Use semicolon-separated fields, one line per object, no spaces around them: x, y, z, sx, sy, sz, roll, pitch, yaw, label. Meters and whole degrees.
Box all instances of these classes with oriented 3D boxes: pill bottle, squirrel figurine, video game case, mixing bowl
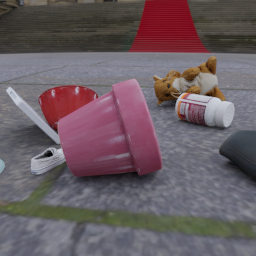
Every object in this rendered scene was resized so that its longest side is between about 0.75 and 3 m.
2.528;-0.589;9.300;1.731;0.948;0.948;17;25;40;pill bottle
2.317;-1.704;11.963;2.574;1.952;2.758;-13;6;-5;squirrel figurine
-2.781;-0.407;8.172;0.197;1.566;2.187;-46;33;-9;video game case
-1.672;-0.402;8.072;1.733;0.938;1.733;-7;-22;-3;mixing bowl

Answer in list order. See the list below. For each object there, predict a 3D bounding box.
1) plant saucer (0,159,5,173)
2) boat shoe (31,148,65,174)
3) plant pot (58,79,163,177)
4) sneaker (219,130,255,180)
-3.633;0.829;6.084;1.735;0.334;1.735;0;18;0;plant saucer
-1.754;0.659;6.468;0.439;0.390;1.194;7;20;20;boat shoe
-0.406;0.169;5.895;1.774;1.982;1.982;-17;19;0;plant pot
3.526;0.358;6.328;2.727;1.020;1.449;-9;23;-22;sneaker
